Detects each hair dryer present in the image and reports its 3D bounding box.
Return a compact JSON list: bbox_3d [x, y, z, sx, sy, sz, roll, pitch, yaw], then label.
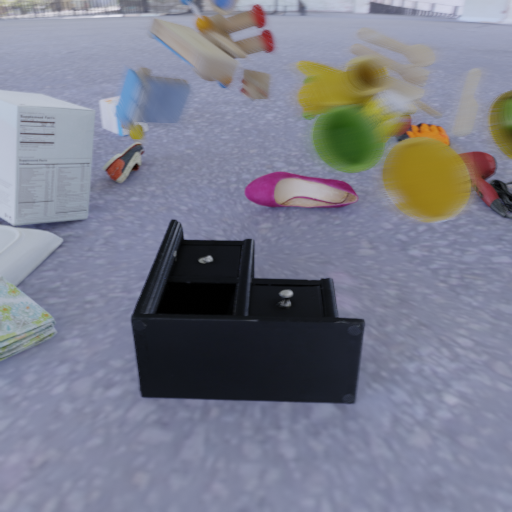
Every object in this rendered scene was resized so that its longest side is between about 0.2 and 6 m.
[{"bbox_3d":[4.509,-1.553,11.281,2.543,0.691,1.937,15,33,27],"label":"hair dryer"}]

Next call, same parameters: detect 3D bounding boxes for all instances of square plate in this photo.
[{"bbox_3d":[-5.030,0.164,8.425,3.080,0.438,3.051,5,30,9],"label":"square plate"}]

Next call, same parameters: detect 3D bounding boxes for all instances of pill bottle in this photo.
[{"bbox_3d":[1.706,-1.853,7.868,0.509,0.915,0.509,24,37,-19],"label":"pill bottle"}]

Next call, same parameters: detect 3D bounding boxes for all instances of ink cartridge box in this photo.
[{"bbox_3d":[-3.671,-3.864,15.349,0.820,0.799,1.276,-24,37,-37],"label":"ink cartridge box"}]

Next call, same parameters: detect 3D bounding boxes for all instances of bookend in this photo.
[{"bbox_3d":[-0.053,0.570,6.964,2.428,1.118,2.412,2,29,2],"label":"bookend"}]

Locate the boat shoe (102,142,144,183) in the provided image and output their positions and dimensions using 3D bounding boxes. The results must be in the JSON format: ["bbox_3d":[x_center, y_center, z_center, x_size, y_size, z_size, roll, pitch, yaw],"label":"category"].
[{"bbox_3d":[-2.835,-2.068,12.429,0.513,0.583,1.639,43,27,-10],"label":"boat shoe"}]

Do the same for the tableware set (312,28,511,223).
[{"bbox_3d":[2.300,-1.297,6.119,3.218,0.494,2.168,22,73,-3],"label":"tableware set"}]

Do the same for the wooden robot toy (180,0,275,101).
[{"bbox_3d":[-0.621,-3.889,10.130,1.473,3.343,1.517,-6,45,24],"label":"wooden robot toy"}]

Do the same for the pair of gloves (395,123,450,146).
[{"bbox_3d":[3.484,-3.099,14.446,2.871,0.355,2.558,3,29,7],"label":"pair of gloves"}]

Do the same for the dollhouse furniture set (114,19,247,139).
[{"bbox_3d":[-1.013,-2.411,8.459,1.602,1.697,1.108,-11,47,-49],"label":"dollhouse furniture set"}]

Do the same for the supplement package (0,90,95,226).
[{"bbox_3d":[-4.097,-1.824,10.108,1.920,2.008,1.477,25,24,36],"label":"supplement package"}]

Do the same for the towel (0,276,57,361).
[{"bbox_3d":[-3.360,0.806,7.053,1.329,0.320,1.138,31,32,23],"label":"towel"}]

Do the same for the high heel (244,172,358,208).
[{"bbox_3d":[0.863,-1.158,10.569,2.072,0.698,0.994,2,15,-24],"label":"high heel"}]

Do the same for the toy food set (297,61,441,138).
[{"bbox_3d":[1.629,-2.296,8.871,2.559,0.836,1.505,3,33,-35],"label":"toy food set"}]
